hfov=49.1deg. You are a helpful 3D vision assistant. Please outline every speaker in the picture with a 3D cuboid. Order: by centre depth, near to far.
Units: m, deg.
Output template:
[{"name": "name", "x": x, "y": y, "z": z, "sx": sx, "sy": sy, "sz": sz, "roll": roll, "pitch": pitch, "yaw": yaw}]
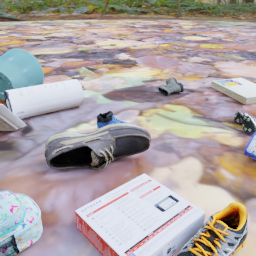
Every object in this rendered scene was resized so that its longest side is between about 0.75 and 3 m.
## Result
[{"name": "speaker", "x": -2.970, "y": -1.070, "z": 10.161, "sx": 2.633, "sy": 1.069, "sz": 1.069, "roll": -16, "pitch": 30, "yaw": -30}]

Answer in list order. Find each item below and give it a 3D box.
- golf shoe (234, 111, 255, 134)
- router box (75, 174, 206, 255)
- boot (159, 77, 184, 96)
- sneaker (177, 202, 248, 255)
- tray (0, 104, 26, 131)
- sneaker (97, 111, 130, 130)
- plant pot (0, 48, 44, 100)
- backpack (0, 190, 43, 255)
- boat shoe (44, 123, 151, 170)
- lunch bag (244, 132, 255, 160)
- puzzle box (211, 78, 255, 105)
[{"name": "golf shoe", "x": 3.961, "y": -0.212, "z": 9.112, "sx": 0.563, "sy": 0.493, "sz": 1.278, "roll": 5, "pitch": 26, "yaw": -6}, {"name": "router box", "x": 0.228, "y": 1.707, "z": 5.199, "sx": 1.814, "sy": 0.443, "sz": 1.628, "roll": -21, "pitch": 33, "yaw": -36}, {"name": "boot", "x": 1.770, "y": -1.871, "z": 12.527, "sx": 0.944, "sy": 0.489, "sz": 1.445, "roll": -14, "pitch": 27, "yaw": -14}, {"name": "sneaker", "x": 1.356, "y": 1.873, "z": 4.546, "sx": 0.753, "sy": 0.743, "sz": 1.923, "roll": 24, "pitch": 36, "yaw": 36}, {"name": "tray", "x": -3.875, "y": -0.243, "z": 8.177, "sx": 1.186, "sy": 0.245, "sz": 2.208, "roll": -2, "pitch": -14, "yaw": -4}, {"name": "sneaker", "x": -0.418, "y": -0.206, "z": 8.822, "sx": 1.171, "sy": 0.652, "sz": 0.450, "roll": 4, "pitch": 35, "yaw": 8}, {"name": "plant pot", "x": -4.659, "y": -1.997, "z": 11.246, "sx": 1.960, "sy": 1.960, "sz": 1.573, "roll": 7, "pitch": 34, "yaw": 15}, {"name": "backpack", "x": -2.154, "y": 1.663, "z": 4.848, "sx": 1.243, "sy": 0.936, "sz": 1.104, "roll": -16, "pitch": 30, "yaw": -39}, {"name": "boat shoe", "x": -0.737, "y": 0.614, "z": 7.045, "sx": 2.729, "sy": 1.016, "sz": 1.000, "roll": -9, "pitch": 36, "yaw": 1}, {"name": "lunch bag", "x": 3.896, "y": 0.497, "z": 7.202, "sx": 1.444, "sy": 0.894, "sz": 1.228, "roll": -29, "pitch": 36, "yaw": -32}, {"name": "puzzle box", "x": 5.013, "y": -1.657, "z": 12.211, "sx": 1.653, "sy": 0.316, "sz": 2.485, "roll": -8, "pitch": 27, "yaw": -15}]
